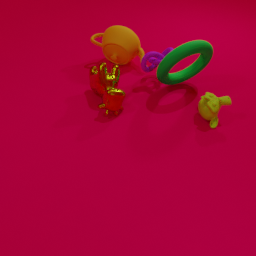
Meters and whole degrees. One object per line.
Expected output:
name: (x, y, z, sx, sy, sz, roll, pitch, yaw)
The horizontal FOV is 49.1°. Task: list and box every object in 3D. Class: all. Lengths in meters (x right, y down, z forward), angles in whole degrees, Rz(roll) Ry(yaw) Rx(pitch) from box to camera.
cow figurine: (-0.617, -1.067, 7.825, 0.804, 1.442, 1.465, 2, 2, -32)
teapot: (-0.222, -2.594, 9.150, 2.084, 1.296, 1.020, 22, 64, 0)
ring: (1.591, -1.800, 7.880, 1.706, 1.706, 0.341, -18, 69, -18)
monkey head: (2.250, -0.560, 7.323, 0.766, 0.641, 1.064, -6, 58, -2)
knot shape: (0.907, -2.024, 8.424, 1.058, 0.489, 0.990, -18, 1, 10)
